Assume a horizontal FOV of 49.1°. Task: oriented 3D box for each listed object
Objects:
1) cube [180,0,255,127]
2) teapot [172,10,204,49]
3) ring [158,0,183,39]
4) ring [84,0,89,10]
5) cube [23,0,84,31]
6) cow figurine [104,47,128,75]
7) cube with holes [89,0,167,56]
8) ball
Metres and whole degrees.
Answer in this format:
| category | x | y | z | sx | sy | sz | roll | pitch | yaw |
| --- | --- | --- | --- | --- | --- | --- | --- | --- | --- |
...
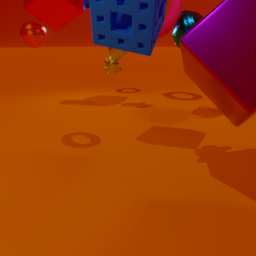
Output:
| category | x | y | z | sx | sy | sz | roll | pitch | yaw |
| --- | --- | --- | --- | --- | --- | --- | --- | --- | --- |
| cube | 1.706 | -1.000 | 4.021 | 1.334 | 1.334 | 1.334 | 51 | 6 | 15 |
| teapot | 1.789 | -2.622 | 8.063 | 1.233 | 1.983 | 0.971 | 12 | -30 | -38 |
| ring | 1.223 | -4.223 | 10.332 | 0.386 | 1.932 | 1.932 | 14 | 7 | -36 |
| ring | -1.444 | -5.226 | 11.106 | 0.249 | 1.247 | 1.247 | 37 | -6 | -36 |
| cube | -2.386 | -4.311 | 9.107 | 1.369 | 1.369 | 1.369 | -18 | -26 | 35 |
| cow figurine | -0.374 | -2.456 | 9.465 | 0.702 | 1.258 | 1.279 | -1 | 3 | -28 |
| cube with holes | 0.053 | -2.323 | 5.347 | 1.185 | 1.185 | 1.185 | 15 | 55 | 9 |
| ball | -3.244 | -3.188 | 9.589 | 0.885 | 0.885 | 0.885 | 0 | 18 | 0 |
